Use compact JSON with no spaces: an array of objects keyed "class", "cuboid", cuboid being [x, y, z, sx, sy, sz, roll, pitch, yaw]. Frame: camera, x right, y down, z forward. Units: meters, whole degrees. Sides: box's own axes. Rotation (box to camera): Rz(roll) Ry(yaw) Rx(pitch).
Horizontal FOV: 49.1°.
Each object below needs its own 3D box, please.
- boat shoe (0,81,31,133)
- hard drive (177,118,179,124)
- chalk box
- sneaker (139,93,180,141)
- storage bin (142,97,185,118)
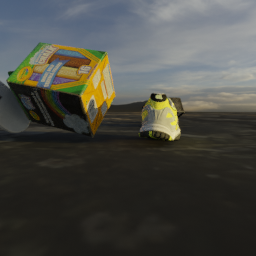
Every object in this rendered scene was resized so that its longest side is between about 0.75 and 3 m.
[{"class":"boat shoe","cuboid":[-3.085,-0.927,5.407,0.825,1.000,2.913,10,-34,38]},{"class":"hard drive","cuboid":[1.239,-0.210,9.706,1.024,0.277,1.465,1,4,10]},{"class":"chalk box","cuboid":[-1.385,-0.799,5.446,1.910,1.184,1.192,14,-35,16]},{"class":"sneaker","cuboid":[0.661,-0.191,5.269,0.760,0.770,2.015,7,2,6]},{"class":"storage bin","cuboid":[1.471,-0.753,11.766,1.506,0.706,1.018,-1,-22,-24]}]
